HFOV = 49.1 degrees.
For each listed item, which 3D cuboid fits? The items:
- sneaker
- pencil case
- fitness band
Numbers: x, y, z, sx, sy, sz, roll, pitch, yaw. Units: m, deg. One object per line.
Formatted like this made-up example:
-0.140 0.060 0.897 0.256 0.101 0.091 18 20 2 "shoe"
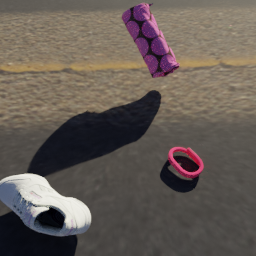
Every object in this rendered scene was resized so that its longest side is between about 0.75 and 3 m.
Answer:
-1.695 1.371 5.160 2.031 1.012 0.760 17 87 18 "sneaker"
0.732 -2.602 8.485 1.036 1.070 2.284 -25 83 14 "pencil case"
1.315 0.769 6.428 0.628 0.164 0.875 -24 52 -23 "fitness band"
